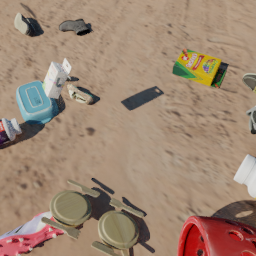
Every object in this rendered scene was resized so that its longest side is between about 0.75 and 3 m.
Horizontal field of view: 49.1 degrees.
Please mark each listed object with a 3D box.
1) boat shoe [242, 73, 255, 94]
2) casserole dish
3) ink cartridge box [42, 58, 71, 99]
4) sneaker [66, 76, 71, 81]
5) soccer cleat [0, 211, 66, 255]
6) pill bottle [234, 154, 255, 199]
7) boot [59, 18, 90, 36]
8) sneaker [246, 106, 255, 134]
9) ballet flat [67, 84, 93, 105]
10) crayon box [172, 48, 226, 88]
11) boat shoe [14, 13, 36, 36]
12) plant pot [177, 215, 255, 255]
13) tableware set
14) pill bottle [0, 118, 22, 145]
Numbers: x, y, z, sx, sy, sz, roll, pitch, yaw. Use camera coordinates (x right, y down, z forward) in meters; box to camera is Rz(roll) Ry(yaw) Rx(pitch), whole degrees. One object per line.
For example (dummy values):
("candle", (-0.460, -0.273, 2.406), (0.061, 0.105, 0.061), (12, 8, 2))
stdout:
("boat shoe", (6.080, -1.770, 12.606), (2.080, 0.741, 0.626), (33, 56, 19))
("casserole dish", (-4.081, -1.235, 12.379), (1.549, 0.496, 2.558), (-22, 57, -16))
("ink cartridge box", (-2.403, -1.709, 9.395), (0.420, 1.249, 0.731), (9, 32, -40))
("sneaker", (-3.260, -2.280, 13.235), (1.120, 0.396, 0.556), (13, 56, 16))
("soccer cleat", (-3.085, 3.276, 8.913), (2.517, 0.839, 0.962), (-20, 29, -10))
("pill bottle", (5.005, 1.959, 9.385), (2.572, 1.440, 1.440), (29, 59, 20))
("boot", (-2.990, -5.527, 15.579), (1.567, 0.547, 1.032), (-22, 62, -10))
("sneaker", (5.819, 0.100, 11.150), (1.630, 1.059, 2.822), (-23, 46, -11))
("ballet flat", (-2.268, -1.482, 12.565), (1.524, 0.519, 0.512), (28, 67, 21))
("crayon box", (3.507, -2.915, 13.562), (2.347, 0.596, 1.490), (22, 56, 15))
("boat shoe", (-5.831, -5.801, 15.843), (0.668, 0.774, 2.129), (12, 30, -48))
("plant pot", (2.834, 3.828, 7.180), (2.648, 2.908, 2.908), (6, 53, -7))
("tableware set", (-1.100, 2.982, 8.935), (2.972, 0.596, 1.965), (24, 34, 3))
("pill bottle", (-5.141, 0.218, 10.978), (1.710, 0.962, 0.962), (-23, 57, -16))
